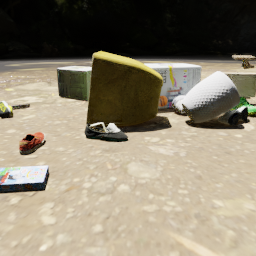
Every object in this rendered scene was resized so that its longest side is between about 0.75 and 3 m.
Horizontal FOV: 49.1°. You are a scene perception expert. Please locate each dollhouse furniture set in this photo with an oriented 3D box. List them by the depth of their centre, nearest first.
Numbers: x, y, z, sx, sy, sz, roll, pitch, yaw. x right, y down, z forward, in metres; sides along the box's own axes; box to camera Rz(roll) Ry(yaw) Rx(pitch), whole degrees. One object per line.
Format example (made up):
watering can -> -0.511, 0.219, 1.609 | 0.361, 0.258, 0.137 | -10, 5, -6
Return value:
dollhouse furniture set -> 5.356, -2.338, 14.182 | 1.768, 2.496, 2.717 | 5, 17, 14

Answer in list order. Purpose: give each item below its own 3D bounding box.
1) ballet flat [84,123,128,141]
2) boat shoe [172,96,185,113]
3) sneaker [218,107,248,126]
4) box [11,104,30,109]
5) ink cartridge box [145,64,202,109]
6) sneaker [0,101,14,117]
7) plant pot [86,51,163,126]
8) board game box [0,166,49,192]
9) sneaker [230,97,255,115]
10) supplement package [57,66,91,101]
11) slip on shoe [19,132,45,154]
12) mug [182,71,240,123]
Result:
ballet flat -> -0.780, 0.110, 9.763 | 1.604, 0.549, 0.545 | 4, 17, 11
boat shoe -> 3.362, -1.092, 13.351 | 2.526, 0.895, 0.882 | -5, 45, -26
sneaker -> 4.474, -0.557, 11.789 | 1.749, 0.652, 0.762 | -14, 17, -38
box -> -5.387, -1.084, 14.081 | 0.900, 0.186, 0.174 | -11, 5, -33
ink cartridge box -> 1.975, -2.225, 14.529 | 2.881, 2.093, 2.084 | -5, 18, -14
sneaker -> -5.814, -0.869, 12.818 | 0.646, 0.568, 1.527 | -16, 23, -40
plant pot -> -0.070, -1.609, 11.859 | 2.842, 2.778, 2.760 | 7, 18, -2
board game box -> -2.598, 1.220, 6.810 | 1.199, 0.219, 0.907 | -2, 17, -8
sneaker -> 5.359, -1.064, 13.105 | 0.674, 0.760, 1.819 | -9, 20, -29
supplement package -> -2.804, -2.737, 16.785 | 2.276, 1.714, 1.727 | 10, 20, 29
slip on shoe -> -3.089, 0.379, 9.072 | 0.544, 0.449, 1.469 | 0, 17, 7
mug -> 3.297, -1.113, 11.812 | 1.924, 1.620, 2.194 | -33, -5, 0
